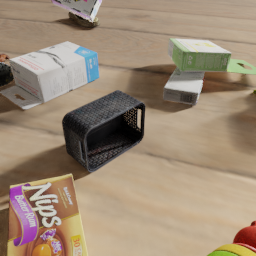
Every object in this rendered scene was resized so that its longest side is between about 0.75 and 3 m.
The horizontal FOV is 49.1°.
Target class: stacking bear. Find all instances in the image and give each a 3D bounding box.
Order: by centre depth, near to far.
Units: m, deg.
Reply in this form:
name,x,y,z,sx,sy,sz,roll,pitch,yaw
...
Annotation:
name,x,y,z,sx,sy,sz,roll,pitch,yaw
stacking bear,1.457,1.954,3.589,1.835,1.115,1.044,-26,3,-40

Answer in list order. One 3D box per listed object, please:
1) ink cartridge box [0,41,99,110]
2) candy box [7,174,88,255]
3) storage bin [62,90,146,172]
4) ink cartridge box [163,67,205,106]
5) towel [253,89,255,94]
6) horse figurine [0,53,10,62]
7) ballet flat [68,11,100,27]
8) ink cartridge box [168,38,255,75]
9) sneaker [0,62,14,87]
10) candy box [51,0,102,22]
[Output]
name,x,y,z,sx,sy,sz,roll,pitch,yaw
ink cartridge box,-2.402,-1.701,8.528,1.574,0.907,2.718,29,45,33
candy box,-1.256,1.627,4.379,1.097,0.531,1.880,-9,39,-13
storage bin,-0.472,0.023,6.031,1.658,1.121,0.777,-31,46,-34
ink cartridge box,1.756,-1.353,8.462,0.964,0.445,1.769,13,37,16
towel,4.254,-0.875,8.094,0.508,0.107,1.181,-21,42,-25
horse figurine,-5.382,-2.205,9.392,2.736,0.683,1.813,-17,40,-22
ballet flat,-2.236,-5.531,13.946,0.841,0.579,2.498,-24,43,-29
ink cartridge box,2.911,-2.364,9.199,2.886,0.692,2.100,1,27,-5
sneaker,-4.659,-1.540,8.424,2.369,0.852,0.859,-17,25,-29
candy box,-1.523,-4.698,9.244,1.498,1.785,0.639,24,5,-2
